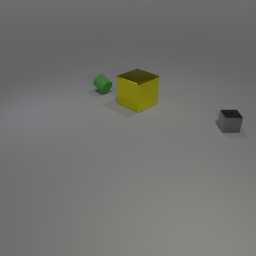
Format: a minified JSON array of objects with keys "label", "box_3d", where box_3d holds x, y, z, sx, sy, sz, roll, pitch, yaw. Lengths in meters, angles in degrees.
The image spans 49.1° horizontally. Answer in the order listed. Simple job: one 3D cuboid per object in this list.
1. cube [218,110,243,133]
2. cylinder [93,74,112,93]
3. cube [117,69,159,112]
[{"label":"cube","box_3d":[4.077,-0.275,11.209,0.700,0.700,0.700,0,31,-1]},{"label":"cylinder","box_3d":[-1.272,-2.233,14.106,0.700,0.700,0.700,-27,60,-37]},{"label":"cube","box_3d":[0.455,-1.776,12.992,1.400,1.400,1.400,28,41,37]}]
